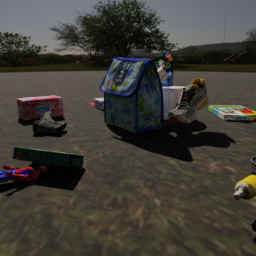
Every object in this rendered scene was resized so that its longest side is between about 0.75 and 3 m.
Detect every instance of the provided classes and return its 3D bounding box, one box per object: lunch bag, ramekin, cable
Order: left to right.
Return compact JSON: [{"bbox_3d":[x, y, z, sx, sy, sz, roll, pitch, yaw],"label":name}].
[{"bbox_3d":[0.127,-1.285,10.439,1.648,2.586,2.198,-11,19,-37],"label":"lunch bag"},{"bbox_3d":[1.511,-1.169,12.301,2.621,1.278,2.621,1,11,0],"label":"ramekin"},{"bbox_3d":[2.944,0.981,5.403,1.417,0.734,2.917,7,16,27],"label":"cable"}]

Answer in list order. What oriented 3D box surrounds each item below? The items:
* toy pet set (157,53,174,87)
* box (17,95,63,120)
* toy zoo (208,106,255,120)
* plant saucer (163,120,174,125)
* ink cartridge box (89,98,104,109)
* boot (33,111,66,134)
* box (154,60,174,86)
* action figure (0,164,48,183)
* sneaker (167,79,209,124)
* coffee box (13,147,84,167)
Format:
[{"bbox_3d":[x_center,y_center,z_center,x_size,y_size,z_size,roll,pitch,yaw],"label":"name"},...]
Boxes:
[{"bbox_3d":[1.449,-2.173,11.363,1.459,0.775,1.362,-42,18,11],"label":"toy pet set"},{"bbox_3d":[-3.920,-0.939,12.546,1.799,0.852,0.923,-11,18,-35],"label":"box"},{"bbox_3d":[4.859,-0.681,12.738,1.668,0.260,2.542,0,15,-2],"label":"toy zoo"},{"bbox_3d":[1.417,-0.279,11.399,1.037,0.166,1.037,-1,15,0],"label":"plant saucer"},{"bbox_3d":[-0.829,-1.481,15.423,2.200,0.479,1.910,-8,18,-26],"label":"ink cartridge box"},{"bbox_3d":[-2.774,-0.150,10.408,1.051,0.545,1.608,5,22,1],"label":"boot"},{"bbox_3d":[1.324,-2.629,15.997,2.494,2.408,0.592,3,13,9],"label":"box"},{"bbox_3d":[-2.559,1.015,6.039,1.642,0.424,0.537,-6,13,-30],"label":"action figure"},{"bbox_3d":[2.084,-0.970,9.928,0.967,1.021,2.485,9,37,32],"label":"sneaker"},{"bbox_3d":[-1.899,0.710,6.767,1.450,0.319,0.892,5,-7,16],"label":"coffee box"}]
